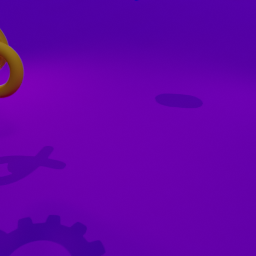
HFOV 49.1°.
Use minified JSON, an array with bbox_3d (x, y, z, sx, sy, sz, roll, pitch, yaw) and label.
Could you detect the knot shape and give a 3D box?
[{"bbox_3d":[-3.150,-1.590,5.987,1.835,1.717,0.848,5,-15,-17],"label":"knot shape"}]
